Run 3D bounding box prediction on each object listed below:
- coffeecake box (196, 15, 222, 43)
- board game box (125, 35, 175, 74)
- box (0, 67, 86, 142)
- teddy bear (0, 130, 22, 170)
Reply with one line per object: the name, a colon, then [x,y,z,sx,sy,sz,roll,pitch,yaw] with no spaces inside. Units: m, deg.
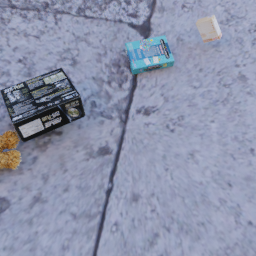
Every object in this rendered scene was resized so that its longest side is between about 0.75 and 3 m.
coffeecake box: [2.869,-3.496,9.920,0.630,0.821,0.300,0,46,44]
board game box: [0.753,-2.611,9.980,1.510,0.354,1.140,-13,70,-6]
box: [-2.580,-0.752,8.512,2.034,0.876,1.666,-25,52,-17]
teddy bear: [-4.243,0.748,8.013,2.326,0.777,1.687,8,86,-7]
